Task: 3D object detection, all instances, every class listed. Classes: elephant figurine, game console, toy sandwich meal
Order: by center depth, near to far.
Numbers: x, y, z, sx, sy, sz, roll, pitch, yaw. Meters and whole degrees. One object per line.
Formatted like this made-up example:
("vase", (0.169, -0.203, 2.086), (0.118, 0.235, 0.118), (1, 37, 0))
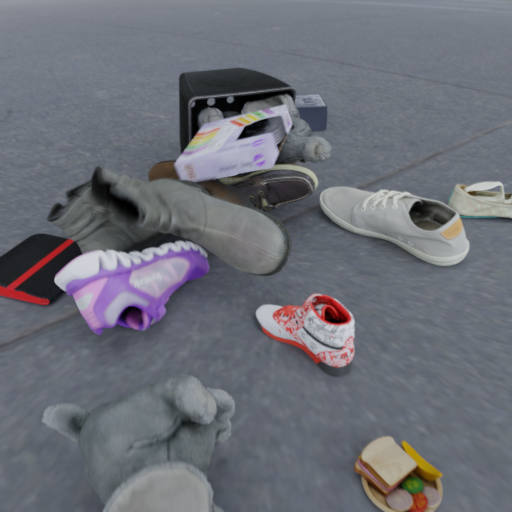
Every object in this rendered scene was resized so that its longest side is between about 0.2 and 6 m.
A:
("elephant figurine", (-0.729, 2.303, 4.869), (1.746, 1.593, 2.251), (-25, 46, 13))
("toy sandwich meal", (1.498, 2.280, 5.827), (0.908, 0.311, 0.908), (0, 31, 0))
("game console", (-3.583, 0.193, 9.386), (1.515, 0.266, 1.714), (13, 34, 14))
("elephant figurine", (0.335, -2.266, 11.348), (2.801, 1.982, 2.173), (-7, 67, 20))

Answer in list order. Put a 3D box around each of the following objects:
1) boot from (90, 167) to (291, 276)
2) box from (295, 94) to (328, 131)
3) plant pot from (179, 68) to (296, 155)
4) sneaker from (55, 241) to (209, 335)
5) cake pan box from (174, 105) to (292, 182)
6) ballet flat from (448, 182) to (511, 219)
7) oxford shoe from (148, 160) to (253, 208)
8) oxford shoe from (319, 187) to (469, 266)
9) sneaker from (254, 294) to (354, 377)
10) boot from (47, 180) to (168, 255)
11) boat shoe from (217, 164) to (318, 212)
("boot", (-1.070, -0.477, 8.193), (2.908, 0.985, 1.899), (28, 17, 35))
("box", (1.314, -4.054, 15.855), (1.205, 0.743, 1.195), (-2, 31, -4))
("plant pot", (-0.663, -2.915, 12.219), (2.255, 2.260, 2.005), (-12, 43, -19))
("sneaker", (-1.623, 0.501, 8.228), (2.568, 1.033, 1.135), (-11, 71, -52))
("cake pan box", (-0.332, -1.977, 9.888), (1.809, 0.473, 1.666), (-6, 37, 24))
("ballet flat", (4.945, -1.087, 11.013), (2.232, 0.696, 0.753), (1, 31, 1))
("oxford shoe", (-1.238, -1.197, 10.226), (2.431, 0.883, 1.026), (26, 22, 33))
("oxford shoe", (2.464, -0.817, 10.291), (1.170, 0.898, 3.111), (-36, 44, -26))
("sneaker", (0.648, 0.829, 7.632), (0.573, 0.919, 1.715), (-24, 39, -34))
("boot", (-2.328, -0.713, 9.445), (0.789, 1.522, 2.330), (-20, 20, 31))
("boat shoe", (-0.066, -1.091, 10.734), (2.545, 0.931, 0.825), (-8, 46, 26))
